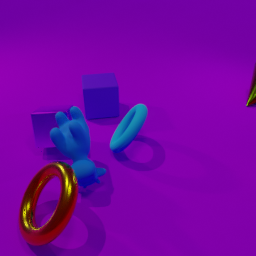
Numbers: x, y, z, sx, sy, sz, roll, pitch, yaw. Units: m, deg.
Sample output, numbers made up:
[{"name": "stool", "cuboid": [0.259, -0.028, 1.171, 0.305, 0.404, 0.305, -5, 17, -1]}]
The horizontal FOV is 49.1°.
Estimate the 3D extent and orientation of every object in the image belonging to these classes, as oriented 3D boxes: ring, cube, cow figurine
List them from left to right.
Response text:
[{"name": "ring", "cuboid": [-1.300, 1.177, 4.506, 1.349, 0.270, 1.349, -25, 50, 32]}, {"name": "cube", "cuboid": [-1.637, -0.053, 6.285, 0.784, 0.784, 0.784, -3, 15, -1]}, {"name": "cow figurine", "cuboid": [-0.944, 0.408, 5.357, 0.732, 1.313, 1.334, -20, 32, 5]}, {"name": "cube", "cuboid": [-0.743, -0.875, 7.538, 0.906, 0.906, 0.906, -6, 34, -8]}, {"name": "ring", "cuboid": [0.008, 0.004, 6.165, 0.247, 1.236, 1.236, 34, 34, -12]}]

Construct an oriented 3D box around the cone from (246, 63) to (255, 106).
[{"name": "cone", "cuboid": [3.841, -1.083, 8.080, 1.361, 1.356, 1.356, -44, 49, -11]}]
